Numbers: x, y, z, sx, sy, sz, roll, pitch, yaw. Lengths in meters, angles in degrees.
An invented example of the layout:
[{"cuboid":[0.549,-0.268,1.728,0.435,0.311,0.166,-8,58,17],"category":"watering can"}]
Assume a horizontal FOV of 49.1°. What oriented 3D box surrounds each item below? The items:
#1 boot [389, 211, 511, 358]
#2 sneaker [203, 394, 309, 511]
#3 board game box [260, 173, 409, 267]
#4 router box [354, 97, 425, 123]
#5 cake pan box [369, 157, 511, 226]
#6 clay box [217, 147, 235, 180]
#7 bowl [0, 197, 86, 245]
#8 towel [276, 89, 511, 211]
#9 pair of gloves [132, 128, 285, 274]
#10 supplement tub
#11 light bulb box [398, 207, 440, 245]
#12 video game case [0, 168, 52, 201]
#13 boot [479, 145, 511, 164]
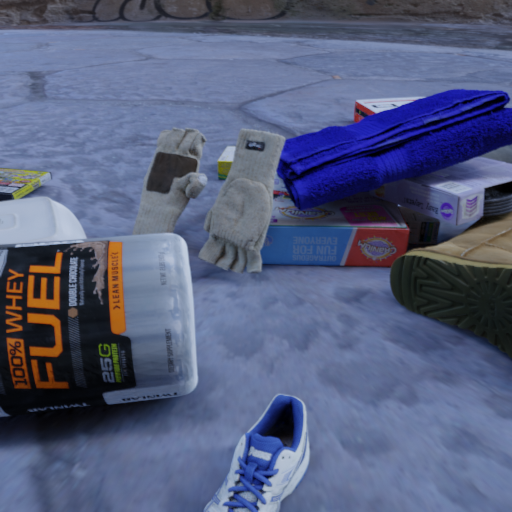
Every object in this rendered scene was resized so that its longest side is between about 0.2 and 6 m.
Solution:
[{"cuboid":[3.880,0.036,7.350,3.424,1.132,2.998,-21,33,-36],"category":"boot"},{"cuboid":[-0.064,1.794,4.376,0.662,0.775,1.759,11,31,17],"category":"sneaker"},{"cuboid":[1.049,-0.868,9.570,2.460,0.648,3.215,1,28,3],"category":"board game box"},{"cuboid":[4.181,-3.700,15.022,2.500,0.611,2.244,-5,28,-9],"category":"router box"},{"cuboid":[3.037,-1.104,8.580,1.812,0.515,1.967,-18,27,-25],"category":"cake pan box"},{"cuboid":[0.219,-1.948,11.851,1.902,0.453,1.093,4,28,8],"category":"clay box"},{"cuboid":[-3.542,-0.060,7.811,2.404,0.899,2.408,-11,31,-18],"category":"bowl"},{"cuboid":[1.958,-1.856,8.722,3.469,0.860,2.562,-17,24,0],"category":"towel"},{"cuboid":[-0.764,-0.860,8.270,2.443,2.077,0.428,9,-5,31],"category":"pair of gloves"},{"cuboid":[-1.987,0.676,5.519,2.718,1.665,1.665,-5,28,-9],"category":"supplement tub"},{"cuboid":[2.587,-0.507,9.151,0.654,0.408,0.648,3,27,4],"category":"light bulb box"},{"cuboid":[-4.893,-1.392,10.817,1.377,0.176,1.244,6,29,14],"category":"video game case"},{"cuboid":[5.616,-1.743,10.547,3.646,1.323,3.315,2,13,-11],"category":"boot"}]
